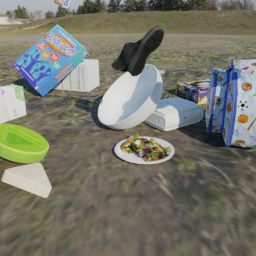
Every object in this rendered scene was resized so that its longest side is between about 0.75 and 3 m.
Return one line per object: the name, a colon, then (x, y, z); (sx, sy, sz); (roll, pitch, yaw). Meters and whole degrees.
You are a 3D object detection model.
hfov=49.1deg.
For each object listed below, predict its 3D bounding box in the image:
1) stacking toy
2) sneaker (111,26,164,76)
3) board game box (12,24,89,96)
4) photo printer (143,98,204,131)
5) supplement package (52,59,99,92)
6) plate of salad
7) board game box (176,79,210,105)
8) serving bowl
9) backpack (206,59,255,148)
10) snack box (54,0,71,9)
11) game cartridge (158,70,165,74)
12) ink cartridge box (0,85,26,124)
stacking toy: (-2.911, 0.747, 5.198); (2.640, 1.232, 2.916); (19, 16, -27)
sneaker: (0.162, -1.609, 5.736); (0.404, 1.346, 0.702); (2, 44, -39)
board game box: (-2.990, -2.639, 10.793); (2.400, 0.540, 1.825); (-45, 66, -6)
photo printer: (1.258, -0.454, 8.058); (1.602, 0.556, 1.333); (-14, 25, -32)
supplement package: (-2.308, -2.232, 11.636); (1.958, 1.149, 1.145); (7, 23, 16)
plate of salad: (0.368, 0.414, 6.260); (1.340, 0.322, 1.340); (1, 22, 0)
board game box: (2.906, -1.385, 10.424); (1.772, 0.502, 1.465); (-10, 23, -22)
serving bowl: (0.148, -0.752, 7.694); (2.068, 0.680, 2.068); (-29, 39, 26)
backpack: (2.645, -0.538, 6.570); (1.619, 2.102, 2.002); (-4, 30, 12)
snack box: (-2.312, -5.488, 10.800); (0.566, 1.575, 0.191); (10, 34, -36)
game cartridge: (1.471, -2.961, 14.756); (0.531, 0.166, 0.798); (-14, 26, -40)
ink cartridge box: (-3.742, -0.614, 7.940); (0.536, 0.933, 1.593); (14, 25, 29)
